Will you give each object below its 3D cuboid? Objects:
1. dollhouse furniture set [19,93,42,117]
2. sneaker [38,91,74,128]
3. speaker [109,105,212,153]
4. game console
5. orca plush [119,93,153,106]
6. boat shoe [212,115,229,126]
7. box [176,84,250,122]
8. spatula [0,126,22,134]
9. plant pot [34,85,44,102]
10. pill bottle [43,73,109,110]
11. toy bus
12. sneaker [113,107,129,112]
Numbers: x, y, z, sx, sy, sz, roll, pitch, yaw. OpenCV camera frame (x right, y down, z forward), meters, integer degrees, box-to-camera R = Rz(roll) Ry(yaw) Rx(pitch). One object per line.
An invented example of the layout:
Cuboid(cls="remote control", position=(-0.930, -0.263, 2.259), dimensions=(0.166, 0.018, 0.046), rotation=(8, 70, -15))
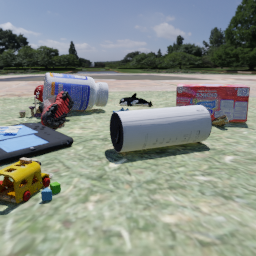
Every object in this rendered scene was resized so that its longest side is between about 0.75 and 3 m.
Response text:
Cuboid(cls="dollhouse furniture set", position=(-4.362, -1.152, 12.950), dimensions=(1.148, 1.029, 1.449), rotation=(-3, 14, -12))
Cuboid(cls="sneaker", position=(-3.026, -0.610, 11.146), dimensions=(1.241, 0.898, 2.540), rotation=(-20, 25, 14))
Cuboid(cls="speaker", position=(0.935, -0.007, 8.110), dimensions=(2.850, 1.157, 1.157), rotation=(-6, 15, -22))
Cuboid(cls="game console", position=(-3.334, 0.368, 8.116), dimensions=(2.404, 0.422, 2.718), rotation=(12, 19, 41))
Cuboid(cls="orca plush", position=(0.426, -1.575, 15.390), dimensions=(1.891, 0.672, 0.995), rotation=(8, 16, 31))
Cuboid(cls="boat shoe", position=(3.530, -0.221, 10.694), dimensions=(0.360, 0.382, 1.004), rotation=(-35, 0, -5))
Cuboid(cls="box", position=(3.507, -1.109, 11.919), dimensions=(2.873, 1.474, 1.360), rotation=(2, 13, 12))
Cuboid(cls="spatula", position=(-3.845, 0.039, 8.493), dimensions=(1.077, 0.086, 0.749), rotation=(1, 19, -9))
Cuboid(cls="plant pot", position=(-4.876, -1.960, 16.421), dimensions=(0.990, 0.990, 0.901), rotation=(-13, 27, -41))
Cuboid(cls="pill bottle", position=(-2.522, -1.705, 13.615), dimensions=(2.975, 1.667, 1.667), rotation=(3, 12, -22))
Cuboid(cls="toy bus", position=(-1.980, 0.914, 5.425), dimensions=(1.179, 0.646, 1.250), rotation=(-6, 16, -25))
Cuboid(cls="sneaker", position=(-0.324, -0.796, 12.907), dimensions=(0.798, 0.359, 0.313), rotation=(-3, 14, -12))
